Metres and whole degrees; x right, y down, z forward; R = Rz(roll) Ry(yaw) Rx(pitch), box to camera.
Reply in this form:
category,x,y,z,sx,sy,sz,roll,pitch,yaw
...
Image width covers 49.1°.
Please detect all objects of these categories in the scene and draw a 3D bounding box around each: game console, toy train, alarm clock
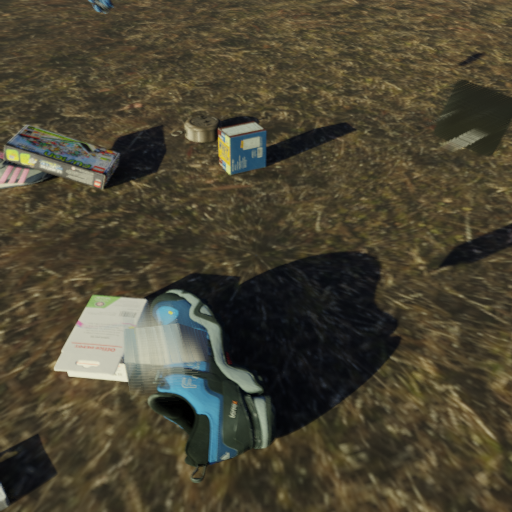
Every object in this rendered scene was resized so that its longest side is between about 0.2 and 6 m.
category,x,y,z,sx,sy,sz,roll,pitch,yaw
game console,3.691,-2.335,9.466,1.051,0.924,0.612,25,31,11
toy train,-3.036,-5.006,10.713,0.316,0.730,0.417,-24,29,32
alarm clock,-1.578,-3.460,15.260,1.500,0.499,1.012,-16,39,-17

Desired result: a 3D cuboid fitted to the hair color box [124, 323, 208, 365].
category,x,y,z,sx,sy,sz,roll,pitch,yaw
hair color box,-0.885,0.918,5.706,0.545,1.100,0.334,-7,77,7

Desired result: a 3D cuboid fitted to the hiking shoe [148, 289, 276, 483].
category,x,y,z,sx,sy,sz,roll,pitch,yaw
hiking shoe,-0.950,1.503,7.637,1.304,1.119,3.007,-18,39,-25

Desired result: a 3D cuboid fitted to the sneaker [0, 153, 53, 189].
category,x,y,z,sx,sy,sz,roll,pitch,yaw
sneaker,-5.611,-2.053,12.986,1.855,0.761,0.651,-15,38,-20

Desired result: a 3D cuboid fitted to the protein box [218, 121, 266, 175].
category,x,y,z,sx,sy,sz,roll,pitch,yaw
protein box,-0.337,-2.618,13.596,0.984,0.977,0.664,-16,38,-22

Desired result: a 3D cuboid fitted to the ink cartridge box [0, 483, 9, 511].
category,x,y,z,sx,sy,sz,roll,pitch,yaw
ink cartridge box,-3.461,2.840,6.561,0.872,0.190,0.757,-24,41,-29

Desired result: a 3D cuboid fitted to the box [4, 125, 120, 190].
category,x,y,z,sx,sy,sz,roll,pitch,yaw
box,-4.503,-2.330,13.137,2.293,0.398,1.262,16,34,-7

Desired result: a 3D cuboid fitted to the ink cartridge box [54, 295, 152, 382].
category,x,y,z,sx,sy,sz,roll,pitch,yaw
ink cartridge box,-2.248,1.324,8.390,0.946,0.544,1.615,4,35,6
